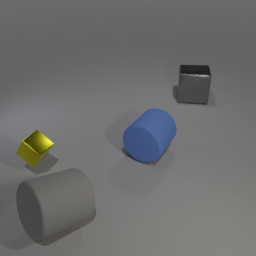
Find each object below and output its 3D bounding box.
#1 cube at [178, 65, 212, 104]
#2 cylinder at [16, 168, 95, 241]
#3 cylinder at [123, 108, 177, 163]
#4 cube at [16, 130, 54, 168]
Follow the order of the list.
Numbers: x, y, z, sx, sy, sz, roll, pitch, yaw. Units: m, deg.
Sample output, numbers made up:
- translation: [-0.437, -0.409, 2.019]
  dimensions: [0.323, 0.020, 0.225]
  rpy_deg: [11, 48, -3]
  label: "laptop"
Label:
- translation: [3.114, -2.107, 13.298]
  dimensions: [1.400, 1.400, 1.400]
  rpy_deg: [4, 32, 9]
  label: "cube"
- translation: [-1.760, 1.807, 6.830]
  dimensions: [1.400, 1.400, 1.400]
  rpy_deg: [-10, 31, -44]
  label: "cylinder"
- translation: [0.759, 0.231, 9.544]
  dimensions: [1.400, 1.400, 1.400]
  rpy_deg: [17, 36, 25]
  label: "cylinder"
- translation: [-2.835, 0.636, 8.558]
  dimensions: [0.700, 0.700, 0.700]
  rpy_deg: [40, 38, -1]
  label: "cube"
